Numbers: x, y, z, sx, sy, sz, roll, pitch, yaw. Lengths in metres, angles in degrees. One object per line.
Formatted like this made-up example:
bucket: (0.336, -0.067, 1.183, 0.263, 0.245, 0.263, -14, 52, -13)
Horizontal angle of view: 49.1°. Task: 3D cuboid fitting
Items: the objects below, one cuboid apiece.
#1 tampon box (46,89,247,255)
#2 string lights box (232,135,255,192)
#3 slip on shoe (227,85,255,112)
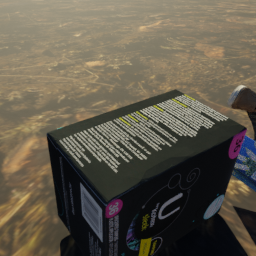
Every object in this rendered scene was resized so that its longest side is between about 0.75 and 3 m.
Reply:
tampon box: (0.330, 0.899, 5.161, 2.908, 2.179, 1.836, -21, 41, -30)
string lights box: (2.774, 0.799, 6.316, 0.850, 0.488, 1.654, -44, 57, -13)
slip on shoe: (3.866, -0.855, 9.087, 0.625, 0.785, 2.064, 39, 20, 32)
